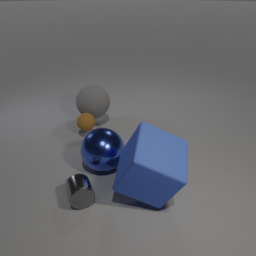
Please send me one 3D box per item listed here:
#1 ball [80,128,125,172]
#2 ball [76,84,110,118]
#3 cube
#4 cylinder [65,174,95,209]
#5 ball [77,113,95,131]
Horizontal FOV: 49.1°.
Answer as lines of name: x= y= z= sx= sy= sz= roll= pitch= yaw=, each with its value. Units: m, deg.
ball: x=-0.804 y=0.685 z=8.892 sx=1.400 sy=1.400 sz=1.400 roll=0 pitch=28 yaw=0
ball: x=-1.441 y=-1.093 z=11.555 sx=1.400 sy=1.400 sz=1.400 roll=0 pitch=28 yaw=0
cube: x=0.596 y=0.968 z=7.278 sx=1.400 sy=1.400 sz=1.400 roll=24 pitch=43 yaw=-9
cylinder: x=-1.321 y=1.731 z=7.680 sx=0.700 sy=0.700 sz=0.700 roll=-10 pitch=30 yaw=-18
ball: x=-1.613 y=-0.231 z=10.758 sx=0.700 sy=0.700 sz=0.700 roll=0 pitch=28 yaw=0
